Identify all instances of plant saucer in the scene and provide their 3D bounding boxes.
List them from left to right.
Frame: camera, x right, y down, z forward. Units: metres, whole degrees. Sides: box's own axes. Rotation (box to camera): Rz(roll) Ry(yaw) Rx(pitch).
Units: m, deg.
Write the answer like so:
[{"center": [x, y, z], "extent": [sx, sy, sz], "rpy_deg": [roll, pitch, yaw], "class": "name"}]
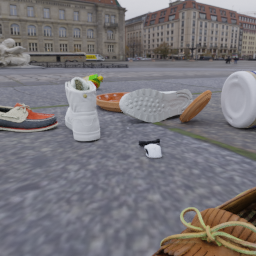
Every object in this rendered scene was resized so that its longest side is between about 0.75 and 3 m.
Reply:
[{"center": [0.056, -1.065, 11.444], "extent": [2.801, 0.452, 2.801], "rpy_deg": [0, 15, 0], "class": "plant saucer"}, {"center": [2.109, -0.629, 8.609], "extent": [0.204, 1.263, 1.263], "rpy_deg": [47, 34, 17], "class": "plant saucer"}]

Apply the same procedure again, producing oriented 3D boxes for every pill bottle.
[{"center": [4.488, -0.883, 8.346], "extent": [2.949, 1.638, 1.638], "rpy_deg": [-4, 15, -12], "class": "pill bottle"}]

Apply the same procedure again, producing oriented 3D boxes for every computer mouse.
[{"center": [0.544, 0.419, 6.182], "extent": [0.522, 0.209, 0.951], "rpy_deg": [0, 14, -6], "class": "computer mouse"}]

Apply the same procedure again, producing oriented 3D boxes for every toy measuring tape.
[{"center": [-2.530, -2.732, 17.539], "extent": [2.536, 0.933, 0.933], "rpy_deg": [-12, 7, 30], "class": "toy measuring tape"}]

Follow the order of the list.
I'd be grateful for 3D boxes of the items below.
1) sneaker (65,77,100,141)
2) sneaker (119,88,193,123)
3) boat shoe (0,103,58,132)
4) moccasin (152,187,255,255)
[{"center": [-1.293, -0.682, 7.871], "extent": [0.964, 1.513, 2.618], "rpy_deg": [-6, 14, -18], "class": "sneaker"}, {"center": [0.860, -0.756, 9.488], "extent": [2.851, 1.089, 1.148], "rpy_deg": [-3, 4, -33], "class": "sneaker"}, {"center": [-3.243, -0.343, 8.041], "extent": [2.430, 0.760, 0.865], "rpy_deg": [1, 13, 0], "class": "boat shoe"}, {"center": [0.849, 1.039, 2.473], "extent": [2.249, 0.868, 0.822], "rpy_deg": [-10, 18, -33], "class": "moccasin"}]
